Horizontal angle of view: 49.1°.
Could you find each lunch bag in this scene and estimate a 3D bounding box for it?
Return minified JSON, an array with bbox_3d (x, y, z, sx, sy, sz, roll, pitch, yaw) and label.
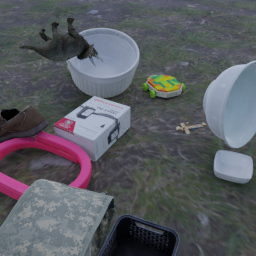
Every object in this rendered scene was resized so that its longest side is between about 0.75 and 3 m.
[{"bbox_3d":[-1.341,2.015,5.310,1.743,1.249,2.125,10,42,14],"label":"lunch bag"}]

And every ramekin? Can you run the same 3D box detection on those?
[{"bbox_3d":[-0.959,-2.387,10.665,2.688,1.411,2.688,3,55,-4],"label":"ramekin"}]

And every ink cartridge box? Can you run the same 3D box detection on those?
[{"bbox_3d":[-1.008,-0.071,8.504,1.450,0.832,1.997,19,40,24],"label":"ink cartridge box"}]

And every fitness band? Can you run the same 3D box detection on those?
[{"bbox_3d":[-2.288,0.974,7.218,2.815,0.527,2.022,18,38,18],"label":"fitness band"}]

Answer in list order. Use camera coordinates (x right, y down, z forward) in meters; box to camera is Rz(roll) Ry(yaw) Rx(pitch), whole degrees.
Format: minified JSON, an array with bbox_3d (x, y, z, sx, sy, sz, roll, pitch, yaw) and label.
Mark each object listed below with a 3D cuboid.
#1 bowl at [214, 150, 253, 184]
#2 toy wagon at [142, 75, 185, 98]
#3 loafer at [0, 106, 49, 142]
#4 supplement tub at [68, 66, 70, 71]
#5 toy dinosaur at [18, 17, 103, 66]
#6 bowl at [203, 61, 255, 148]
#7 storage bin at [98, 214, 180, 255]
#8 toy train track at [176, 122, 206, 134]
[{"bbox_3d":[2.737,1.056,7.375,0.956,0.357,0.955,13,38,16],"label":"bowl"},{"bbox_3d":[1.315,-1.756,11.222,1.448,0.369,1.866,-15,39,-20],"label":"toy wagon"},{"bbox_3d":[-3.403,-0.208,8.175,2.480,0.880,0.906,-9,26,28],"label":"loafer"},{"bbox_3d":[-2.261,-2.596,12.223,0.546,0.546,0.753,-23,42,-28],"label":"supplement tub"},{"bbox_3d":[-2.084,-2.670,8.983,2.615,1.007,1.338,-14,82,-26],"label":"toy dinosaur"},{"bbox_3d":[2.699,-0.670,7.336,2.252,2.252,1.012,-27,33,-32],"label":"bowl"},{"bbox_3d":[0.086,2.589,4.857,1.230,0.853,1.820,14,39,17],"label":"storage bin"},{"bbox_3d":[2.058,-0.073,9.089,1.024,0.167,0.587,-8,37,-12],"label":"toy train track"}]
